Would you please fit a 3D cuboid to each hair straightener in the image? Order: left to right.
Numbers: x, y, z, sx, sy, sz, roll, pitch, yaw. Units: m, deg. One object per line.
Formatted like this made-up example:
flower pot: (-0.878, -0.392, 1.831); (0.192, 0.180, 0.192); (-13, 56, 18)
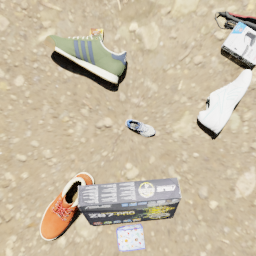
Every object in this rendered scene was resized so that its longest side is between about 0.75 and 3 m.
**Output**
hair straightener: (4.233, -3.919, 10.552); (2.022, 0.414, 0.778); (19, 84, 2)

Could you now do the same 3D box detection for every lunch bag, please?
lunch bag: (0.076, 3.770, 9.631); (0.906, 0.561, 0.770); (-7, 86, -7)

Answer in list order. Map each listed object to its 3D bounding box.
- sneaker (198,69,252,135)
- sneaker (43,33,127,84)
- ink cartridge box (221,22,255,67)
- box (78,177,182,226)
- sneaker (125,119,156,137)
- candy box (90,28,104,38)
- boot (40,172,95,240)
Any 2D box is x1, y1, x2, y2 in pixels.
sneaker: (3.479, -1.108, 9.978); (1.068, 0.937, 2.665); (33, 81, 18)
sneaker: (-1.399, -2.836, 10.039); (2.974, 0.997, 1.335); (29, 98, -4)
ink cartridge box: (4.312, -3.055, 10.287); (1.361, 0.570, 0.987); (34, 98, 3)
box: (0.071, 2.379, 8.870); (2.940, 2.370, 0.722); (-5, 57, -1)
sneaker: (0.447, 0.001, 10.077); (1.158, 0.493, 0.446); (19, 84, 1)
candy box: (-1.202, -3.307, 10.574); (0.505, 0.244, 0.866); (3, 83, 1)
boot: (-2.168, 2.650, 9.335); (0.996, 1.423, 2.654); (33, 86, 2)
